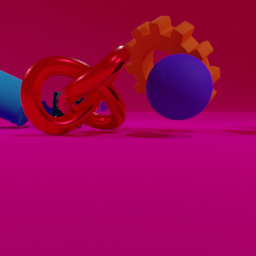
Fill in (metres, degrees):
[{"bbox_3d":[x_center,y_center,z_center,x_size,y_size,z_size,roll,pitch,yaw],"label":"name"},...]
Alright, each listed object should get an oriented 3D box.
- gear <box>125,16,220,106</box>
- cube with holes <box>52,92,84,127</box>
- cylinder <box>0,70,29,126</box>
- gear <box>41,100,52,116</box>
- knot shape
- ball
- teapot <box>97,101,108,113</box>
[{"bbox_3d":[0.836,-1.188,5.827,0.388,2.095,2.095,-41,27,-30],"label":"gear"},{"bbox_3d":[-1.505,-0.446,7.048,0.729,0.729,0.729,4,-7,-11],"label":"cube with holes"},{"bbox_3d":[-2.924,-0.733,6.954,1.066,1.066,1.066,25,3,-2],"label":"cylinder"},{"bbox_3d":[-2.547,-0.529,8.036,1.090,1.090,0.202,4,49,46],"label":"gear"},{"bbox_3d":[-0.911,-0.596,5.035,1.950,0.963,2.084,-9,-36,-30],"label":"knot shape"},{"bbox_3d":[0.846,-0.674,4.679,1.099,1.099,1.099,0,4,0],"label":"ball"},{"bbox_3d":[-0.931,-1.104,11.261,0.769,1.237,0.606,9,-16,36],"label":"teapot"}]
